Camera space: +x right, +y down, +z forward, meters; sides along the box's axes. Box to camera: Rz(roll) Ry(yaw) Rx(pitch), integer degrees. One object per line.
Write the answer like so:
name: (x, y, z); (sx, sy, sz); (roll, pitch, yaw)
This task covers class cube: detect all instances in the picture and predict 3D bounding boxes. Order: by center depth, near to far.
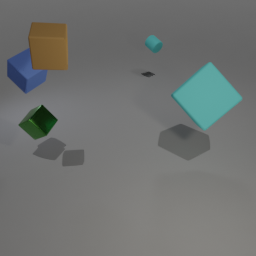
cube: (-1.580, -1.651, 5.662); (0.700, 0.700, 0.700); (-1, 43, -11)
cube: (-2.574, -1.457, 7.173); (0.700, 0.700, 0.700); (44, 57, 2)
cube: (-2.724, -0.168, 8.519); (0.700, 0.700, 0.700); (-16, 36, 41)
cube: (2.300, -0.950, 8.521); (1.400, 1.400, 1.400); (-42, 1, 9)

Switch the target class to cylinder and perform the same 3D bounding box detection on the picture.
cylinder: (1.388, -4.514, 15.079); (0.700, 0.700, 0.700); (-23, 60, -34)
